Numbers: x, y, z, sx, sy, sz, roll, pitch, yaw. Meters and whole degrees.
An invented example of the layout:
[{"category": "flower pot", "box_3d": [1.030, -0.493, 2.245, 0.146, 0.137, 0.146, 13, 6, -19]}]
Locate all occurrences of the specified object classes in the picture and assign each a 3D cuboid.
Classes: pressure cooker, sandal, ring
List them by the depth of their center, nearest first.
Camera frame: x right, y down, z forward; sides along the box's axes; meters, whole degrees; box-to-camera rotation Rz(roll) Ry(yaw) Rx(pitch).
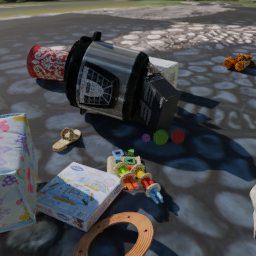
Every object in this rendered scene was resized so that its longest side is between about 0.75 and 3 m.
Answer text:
[{"category": "ring", "box_3d": [-0.246, 2.031, 4.926, 1.499, 0.144, 1.499, -20, 17, 6]}, {"category": "sandal", "box_3d": [-1.781, 0.209, 8.240, 0.458, 0.410, 1.248, 11, 32, 18]}, {"category": "pressure cooker", "box_3d": [-0.840, -1.606, 9.230, 2.689, 2.402, 2.365, 18, 69, 8]}]

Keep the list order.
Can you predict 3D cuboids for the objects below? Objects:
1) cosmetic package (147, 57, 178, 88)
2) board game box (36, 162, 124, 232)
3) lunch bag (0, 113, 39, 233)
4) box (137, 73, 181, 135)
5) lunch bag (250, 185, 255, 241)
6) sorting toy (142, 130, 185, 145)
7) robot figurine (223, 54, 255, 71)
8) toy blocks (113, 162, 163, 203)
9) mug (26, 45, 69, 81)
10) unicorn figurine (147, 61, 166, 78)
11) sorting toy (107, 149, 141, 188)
[{"category": "cosmetic package", "box_3d": [0.857, -2.328, 11.874, 2.382, 1.211, 0.882, 22, 37, 31]}, {"category": "board game box", "box_3d": [-1.076, 1.425, 6.181, 1.478, 0.304, 1.475, 13, 32, 27]}, {"category": "lunch bag", "box_3d": [-3.243, 0.990, 5.601, 2.630, 1.672, 2.230, -10, 33, -11]}, {"category": "box", "box_3d": [0.867, -0.675, 8.367, 0.612, 1.553, 1.096, -17, 52, -23]}, {"category": "lunch bag", "box_3d": [2.887, 1.536, 5.313, 0.931, 1.121, 1.336, 44, 35, -9]}, {"category": "sorting toy", "box_3d": [1.011, 0.248, 8.321, 1.262, 0.438, 0.435, -2, 7, -8]}, {"category": "robot figurine", "box_3d": [5.735, -3.400, 14.375, 1.350, 0.542, 1.862, 26, 39, 34]}, {"category": "toy blocks", "box_3d": [0.259, 1.241, 6.223, 0.894, 0.390, 1.073, 11, 25, -36]}, {"category": "mug", "box_3d": [-3.095, -2.944, 12.731, 2.219, 1.480, 1.969, 11, 33, 12]}, {"category": "unicorn figurine", "box_3d": [0.350, -1.916, 10.819, 1.787, 2.602, 0.961, 35, 52, 0]}, {"category": "sorting toy", "box_3d": [-0.096, 0.942, 7.167, 0.871, 0.211, 1.548, -2, 30, -3]}]
